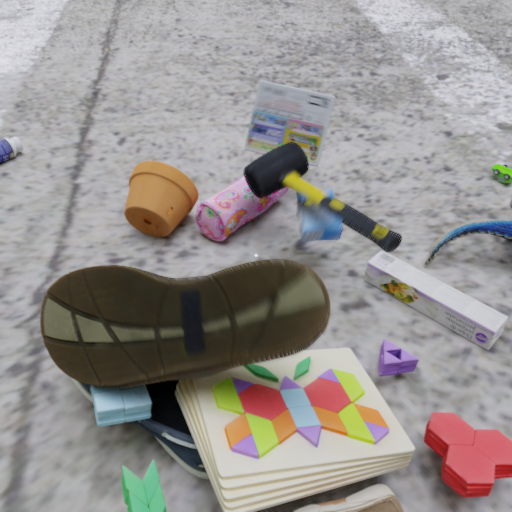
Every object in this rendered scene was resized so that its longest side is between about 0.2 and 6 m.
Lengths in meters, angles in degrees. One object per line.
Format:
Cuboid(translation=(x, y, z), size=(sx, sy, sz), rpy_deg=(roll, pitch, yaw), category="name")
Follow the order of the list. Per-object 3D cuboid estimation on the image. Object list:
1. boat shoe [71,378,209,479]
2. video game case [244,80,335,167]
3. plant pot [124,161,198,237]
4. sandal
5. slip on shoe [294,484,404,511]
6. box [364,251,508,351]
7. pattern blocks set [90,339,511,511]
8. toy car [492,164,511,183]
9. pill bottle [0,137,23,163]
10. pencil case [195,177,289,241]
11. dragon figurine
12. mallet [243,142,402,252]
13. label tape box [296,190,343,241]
Cuboid(translation=(-1.433, 1.701, 7.246), size=(2.930, 0.906, 1.097), rpy_deg=(35, 52, 25), category="boat shoe")
Cuboid(translation=(0.632, -2.540, 10.772), size=(1.487, 1.353, 0.164), rpy_deg=(14, 8, 6), category="video game case")
Cuboid(translation=(-1.839, -0.975, 10.344), size=(1.319, 1.319, 0.923), rpy_deg=(12, 58, 14), category="plant pot")
Cuboid(translation=(-0.865, 0.756, 6.551), size=(3.510, 0.958, 1.434), rpy_deg=(-9, 71, 11), category="sandal")
Cuboid(translation=(0.830, 3.069, 6.079), size=(1.787, 0.679, 0.541), rpy_deg=(-9, 35, -22), category="slip on shoe")
Cuboid(translation=(2.805, 0.664, 8.982), size=(2.292, 0.443, 0.475), rpy_deg=(31, 50, 31), category="box")
Cuboid(translation=(0.470, 1.873, 6.620), size=(4.434, 0.359, 3.897), rpy_deg=(-10, 34, -31), category="pattern blocks set")
Cuboid(translation=(5.473, -1.535, 11.642), size=(1.336, 0.298, 1.257), rpy_deg=(-27, 47, -28), category="toy car")
Cuboid(translation=(-5.621, -2.360, 12.473), size=(0.449, 0.449, 0.750), rpy_deg=(30, 49, 30), category="pill bottle")
Cuboid(translation=(-0.255, -1.074, 10.654), size=(0.868, 0.868, 1.986), rpy_deg=(28, 49, 29), category="pencil case")
Cuboid(translation=(5.343, -0.185, 9.279), size=(4.543, 1.337, 2.259), rpy_deg=(-8, 41, -12), category="dragon figurine")
Cuboid(translation=(1.150, -0.997, 8.918), size=(1.083, 0.677, 3.288), rpy_deg=(-37, 44, -21), category="mallet")
Cuboid(translation=(1.030, -0.679, 9.367), size=(0.656, 0.288, 0.909), rpy_deg=(-2, 49, -5), category="label tape box")
